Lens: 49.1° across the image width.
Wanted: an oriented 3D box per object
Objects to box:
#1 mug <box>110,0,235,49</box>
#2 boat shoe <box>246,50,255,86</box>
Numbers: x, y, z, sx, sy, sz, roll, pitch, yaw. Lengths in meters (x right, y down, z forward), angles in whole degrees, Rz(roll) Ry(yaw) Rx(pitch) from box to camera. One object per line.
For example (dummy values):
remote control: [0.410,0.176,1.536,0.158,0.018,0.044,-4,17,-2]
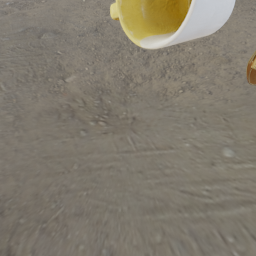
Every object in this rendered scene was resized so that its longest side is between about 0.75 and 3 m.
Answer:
mug: [1.118,-3.171,6.601,2.290,2.234,2.789,-16,47,-40]
boat shoe: [2.696,-1.364,5.645,0.442,1.168,0.431,15,43,14]
